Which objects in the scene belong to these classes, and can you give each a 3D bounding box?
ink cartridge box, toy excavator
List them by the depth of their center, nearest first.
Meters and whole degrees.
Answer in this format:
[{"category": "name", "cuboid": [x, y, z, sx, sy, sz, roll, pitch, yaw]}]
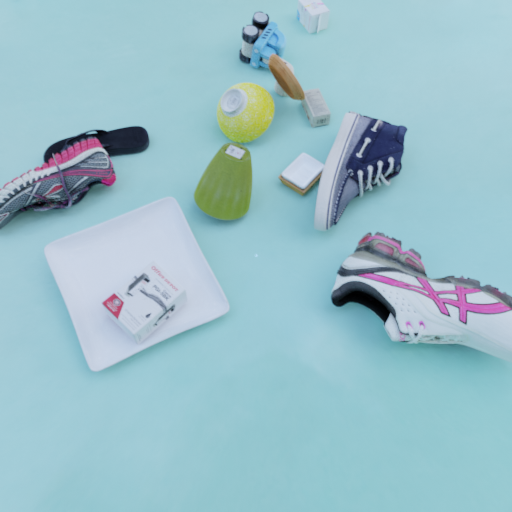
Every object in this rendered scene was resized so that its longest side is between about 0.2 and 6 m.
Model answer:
[{"category": "ink cartridge box", "cuboid": [-1.836, 0.761, 9.325, 0.838, 0.473, 1.142, 39, 66, 18]}, {"category": "toy excavator", "cuboid": [0.387, -4.552, 12.771, 1.663, 0.831, 1.617, 26, 63, 5]}, {"category": "ink cartridge box", "cuboid": [1.408, -5.861, 13.663, 0.506, 0.520, 0.808, -22, 62, -14]}]

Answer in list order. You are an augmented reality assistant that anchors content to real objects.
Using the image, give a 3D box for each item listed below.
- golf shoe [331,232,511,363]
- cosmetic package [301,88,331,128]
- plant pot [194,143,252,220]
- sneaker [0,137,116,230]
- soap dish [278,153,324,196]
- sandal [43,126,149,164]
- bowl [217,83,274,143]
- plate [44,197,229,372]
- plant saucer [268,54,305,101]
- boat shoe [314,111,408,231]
[{"category": "golf shoe", "cuboid": [2.848, 0.980, 9.120, 3.386, 1.229, 1.559, 28, 66, 26]}, {"category": "cosmetic package", "cuboid": [1.283, -3.200, 12.125, 0.418, 0.353, 0.810, -12, 60, -7]}, {"category": "plant pot", "cuboid": [-0.515, -1.463, 10.398, 1.105, 1.181, 1.105, 10, 46, -10]}, {"category": "sneaker", "cuboid": [-3.913, -1.220, 10.572, 2.616, 1.054, 0.977, -33, 100, -9]}, {"category": "soap dish", "cuboid": [0.927, -1.614, 11.163, 0.642, 0.332, 0.816, 35, 65, 19]}, {"category": "sandal", "cuboid": [-3.314, -2.326, 11.517, 2.181, 0.467, 0.829, -18, 60, -11]}, {"category": "bowl", "cuboid": [-0.337, -3.046, 11.493, 1.287, 0.693, 1.287, -7, 75, 26]}, {"category": "plate", "cuboid": [-2.068, 0.437, 9.700, 2.479, 0.402, 2.485, -24, 71, -14]}, {"category": "plant saucer", "cuboid": [0.605, -3.689, 11.705, 0.212, 1.135, 1.135, -38, 63, 4]}, {"category": "boat shoe", "cuboid": [2.050, -1.593, 10.694, 1.338, 1.077, 2.885, 14, 60, 13]}]
